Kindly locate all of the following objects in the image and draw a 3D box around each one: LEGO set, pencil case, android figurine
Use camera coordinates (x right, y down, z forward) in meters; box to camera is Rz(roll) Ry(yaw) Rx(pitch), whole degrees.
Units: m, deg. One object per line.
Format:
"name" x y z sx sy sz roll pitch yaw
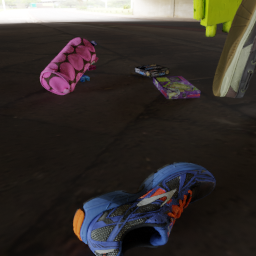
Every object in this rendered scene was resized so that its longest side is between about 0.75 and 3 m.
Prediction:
"LEGO set" -2.227 -2.185 11.393 1.720 0.656 0.706 -18 38 -29
"pencil case" -2.097 -2.299 10.405 1.230 1.269 2.709 -31 25 41
"android figurine" 2.680 -3.685 8.026 1.792 1.969 0.404 -19 36 -14

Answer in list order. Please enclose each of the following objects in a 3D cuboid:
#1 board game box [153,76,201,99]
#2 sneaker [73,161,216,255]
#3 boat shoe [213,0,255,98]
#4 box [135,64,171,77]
"board game box" 1.753 -1.547 10.473 1.215 0.327 2.024 -7 26 -6
"sneaker" 0.414 1.227 4.002 2.254 0.849 0.884 -21 40 -22
"boat shoe" 2.184 -1.517 5.112 0.675 2.084 0.763 11 33 -5
"box" 1.120 -2.634 12.811 1.189 0.295 1.180 -15 28 -29
